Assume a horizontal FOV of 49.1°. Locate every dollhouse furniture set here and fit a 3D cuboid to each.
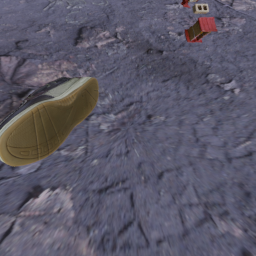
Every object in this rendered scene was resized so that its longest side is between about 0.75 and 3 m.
[{"bbox_3d":[2.103,-3.451,8.546,0.596,0.789,1.465,-10,86,-24],"label":"dollhouse furniture set"}]

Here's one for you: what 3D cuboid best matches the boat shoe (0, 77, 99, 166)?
[{"bbox_3d":[-1.417,-0.235,4.873,0.826,0.933,2.548,11,30,22],"label":"boat shoe"}]
